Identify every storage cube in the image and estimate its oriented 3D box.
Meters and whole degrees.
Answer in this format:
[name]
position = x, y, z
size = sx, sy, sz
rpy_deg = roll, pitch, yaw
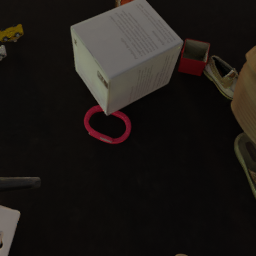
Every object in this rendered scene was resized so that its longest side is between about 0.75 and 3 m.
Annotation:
[storage cube]
position = 1.834, -1.979, 7.871
size = 0.776, 0.698, 0.663
rpy_deg = 13, 70, 6

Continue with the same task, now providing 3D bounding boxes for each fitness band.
[fitness band]
position = -0.537, -0.099, 7.417
size = 1.266, 0.237, 0.909
rpy_deg = 24, 68, 8

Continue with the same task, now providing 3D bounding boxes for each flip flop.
[flip flop]
position = 3.387, 1.094, 6.700
size = 0.951, 0.675, 2.346
rpy_deg = -19, 70, -8

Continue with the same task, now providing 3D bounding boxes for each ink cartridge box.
[ink cartridge box]
position = -3.673, 2.350, 6.107
size = 2.647, 0.893, 1.541
rpy_deg = 9, 69, 5

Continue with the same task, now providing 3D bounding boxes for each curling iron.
[curling iron]
position = -1.912, 0.700, 2.952
size = 1.929, 0.478, 0.247
rpy_deg = -6, 42, -32

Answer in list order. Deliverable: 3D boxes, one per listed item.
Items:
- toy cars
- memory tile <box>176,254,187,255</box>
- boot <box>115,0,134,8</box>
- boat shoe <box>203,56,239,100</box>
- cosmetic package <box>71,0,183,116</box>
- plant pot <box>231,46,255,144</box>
[toy cars]
position = -3.651, -2.426, 8.248
size = 0.703, 0.347, 1.567
rpy_deg = 26, 75, 16
[memory tile]
position = 0.665, 1.819, 2.994
size = 0.744, 0.081, 0.970
rpy_deg = 18, 27, 28
[boot]
position = 0.100, -3.598, 8.531
size = 1.064, 0.744, 1.983
rpy_deg = 4, 77, -3
[boat shoe]
position = 2.732, -1.341, 7.696
size = 1.570, 0.537, 0.587
rpy_deg = 43, 72, 11
[cosmetic package]
position = -0.087, -1.781, 7.133
size = 2.097, 1.730, 1.728
rpy_deg = -29, 71, -17
[plant pot]
position = 3.426, -0.425, 6.596
size = 1.353, 2.931, 2.931
rpy_deg = -38, 68, 31
